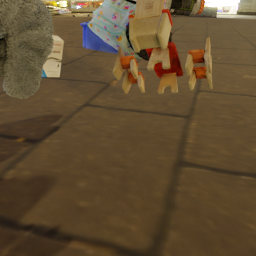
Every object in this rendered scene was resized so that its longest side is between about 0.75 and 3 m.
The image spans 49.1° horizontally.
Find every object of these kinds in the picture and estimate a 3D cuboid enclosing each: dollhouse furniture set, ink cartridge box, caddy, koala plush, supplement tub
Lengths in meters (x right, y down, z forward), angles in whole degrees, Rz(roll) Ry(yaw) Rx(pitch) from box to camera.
[{"bbox_3d":[0.735,-1.735,6.217,2.126,2.103,1.095,-1,65,20],"label":"dollhouse furniture set"},{"bbox_3d":[-2.416,-2.112,8.245,0.832,1.140,0.481,-9,37,-37],"label":"ink cartridge box"},{"bbox_3d":[-0.685,-3.405,10.351,2.200,1.155,1.555,4,18,-20],"label":"caddy"},{"bbox_3d":[-2.493,-2.057,5.125,2.002,2.075,2.257,9,41,-43],"label":"koala plush"},{"bbox_3d":[1.907,-4.516,10.000,1.515,0.928,0.928,1,26,-12],"label":"supplement tub"}]

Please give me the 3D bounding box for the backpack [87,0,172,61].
[{"bbox_3d":[-0.057,-3.039,8.294,1.498,1.975,2.367,-49,56,-2],"label":"backpack"}]
